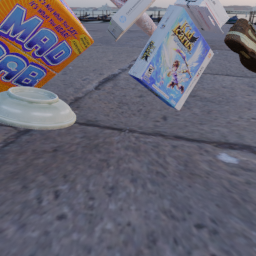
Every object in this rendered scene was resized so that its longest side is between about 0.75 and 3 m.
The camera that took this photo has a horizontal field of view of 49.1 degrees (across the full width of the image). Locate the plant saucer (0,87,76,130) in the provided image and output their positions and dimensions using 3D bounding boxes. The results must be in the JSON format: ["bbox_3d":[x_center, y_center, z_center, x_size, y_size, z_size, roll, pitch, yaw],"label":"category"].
[{"bbox_3d":[-1.685,-0.432,4.938,1.582,0.397,1.582,11,18,-4],"label":"plant saucer"}]

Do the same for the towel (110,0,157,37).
[{"bbox_3d":[-0.148,-3.889,8.714,2.516,0.425,2.634,49,17,21],"label":"towel"}]

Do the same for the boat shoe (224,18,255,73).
[{"bbox_3d":[3.637,-2.339,8.074,2.245,0.831,0.829,24,-1,-45],"label":"boat shoe"}]

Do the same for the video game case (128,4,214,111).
[{"bbox_3d":[1.036,-1.437,6.172,0.408,1.626,1.794,32,3,40],"label":"video game case"}]

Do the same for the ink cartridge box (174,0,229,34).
[{"bbox_3d":[2.036,-3.132,7.504,0.553,0.946,1.630,-47,33,5],"label":"ink cartridge box"}]

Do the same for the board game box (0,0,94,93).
[{"bbox_3d":[-2.816,-2.520,6.269,2.495,2.493,2.492,56,10,19],"label":"board game box"}]

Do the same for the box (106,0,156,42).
[{"bbox_3d":[0.092,-1.381,3.241,0.754,0.199,0.968,-45,14,3],"label":"box"}]
